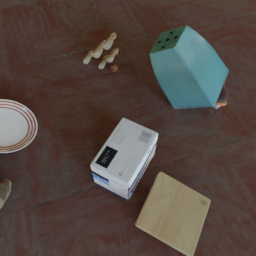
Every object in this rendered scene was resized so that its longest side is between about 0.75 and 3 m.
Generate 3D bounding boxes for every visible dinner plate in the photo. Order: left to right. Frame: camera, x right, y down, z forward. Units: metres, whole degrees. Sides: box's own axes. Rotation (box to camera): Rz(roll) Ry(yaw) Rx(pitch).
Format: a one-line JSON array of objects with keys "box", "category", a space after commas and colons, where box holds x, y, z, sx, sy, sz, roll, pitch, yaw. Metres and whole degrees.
[{"box": [-4.801, -0.069, 10.810, 2.484, 0.301, 2.484, 14, 50, -17], "category": "dinner plate"}]

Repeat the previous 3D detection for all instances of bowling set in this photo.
[{"box": [-0.997, -3.340, 13.115, 2.005, 1.395, 1.076, -18, 37, 40], "category": "bowling set"}]

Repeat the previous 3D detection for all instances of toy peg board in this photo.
[{"box": [1.351, 2.755, 8.950, 1.888, 0.927, 1.896, 30, 60, 1], "category": "toy peg board"}]

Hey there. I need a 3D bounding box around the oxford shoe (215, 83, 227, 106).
[{"box": [3.651, -2.203, 12.101, 1.022, 1.041, 2.871, -2, 53, -13], "category": "oxford shoe"}]

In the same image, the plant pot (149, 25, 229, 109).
[{"box": [2.193, -2.355, 10.800, 1.927, 2.728, 1.928, 0, 54, 47], "category": "plant pot"}]

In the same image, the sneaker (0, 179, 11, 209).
[{"box": [-5.410, 2.038, 9.427, 2.972, 1.047, 1.122, 11, 36, 5], "category": "sneaker"}]

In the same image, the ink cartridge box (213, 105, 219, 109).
[{"box": [3.646, -1.198, 12.033, 0.780, 0.170, 0.677, 35, 47, 22], "category": "ink cartridge box"}]

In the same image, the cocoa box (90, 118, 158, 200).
[{"box": [-0.090, 1.048, 9.672, 1.448, 1.424, 2.171, 24, 58, 16], "category": "cocoa box"}]
